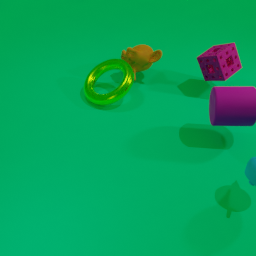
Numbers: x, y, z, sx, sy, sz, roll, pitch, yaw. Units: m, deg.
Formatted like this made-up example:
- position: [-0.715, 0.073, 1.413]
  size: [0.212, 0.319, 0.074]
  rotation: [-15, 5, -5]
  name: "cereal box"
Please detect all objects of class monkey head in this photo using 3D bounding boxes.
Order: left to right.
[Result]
- position: [0.398, -2.365, 10.370]
  size: [1.155, 1.378, 1.916]
  rotation: [-3, 1, -29]
  name: "monkey head"

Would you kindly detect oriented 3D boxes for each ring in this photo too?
- position: [-0.662, -1.584, 9.504]
  size: [1.874, 0.375, 1.874]
  rotation: [-12, 57, 19]
  name: "ring"

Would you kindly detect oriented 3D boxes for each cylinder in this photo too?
- position: [2.806, -0.582, 7.537]
  size: [1.064, 1.064, 1.064]
  rotation: [1, 40, 7]
  name: "cylinder"

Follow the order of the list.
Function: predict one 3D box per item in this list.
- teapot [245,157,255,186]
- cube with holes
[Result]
- position: [2.849, 0.995, 6.033]
  size: [0.751, 0.591, 1.208]
  rotation: [36, 26, 2]
  name: "teapot"
- position: [3.099, -2.224, 9.523]
  size: [0.915, 0.915, 0.915]
  rotation: [-36, 24, -20]
  name: "cube with holes"
